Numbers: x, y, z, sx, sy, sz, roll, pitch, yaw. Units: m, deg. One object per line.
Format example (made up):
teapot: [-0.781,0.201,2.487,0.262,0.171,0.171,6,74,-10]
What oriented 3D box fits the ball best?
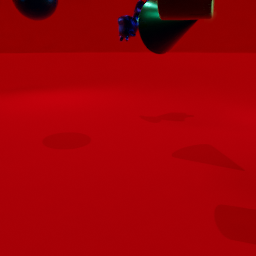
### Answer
ball: [-2.581,-3.660,7.805,1.256,1.256,1.256,0,17,0]

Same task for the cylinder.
cylinder: [0.908,-2.085,4.287,0.796,0.796,0.796,5,17,17]

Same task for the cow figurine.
cow figurine: [0.474,-3.711,10.063,1.718,1.691,0.943,18,4,-39]

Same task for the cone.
cone: [1.156,-2.435,6.446,1.324,1.324,1.329,-12,14,-34]
